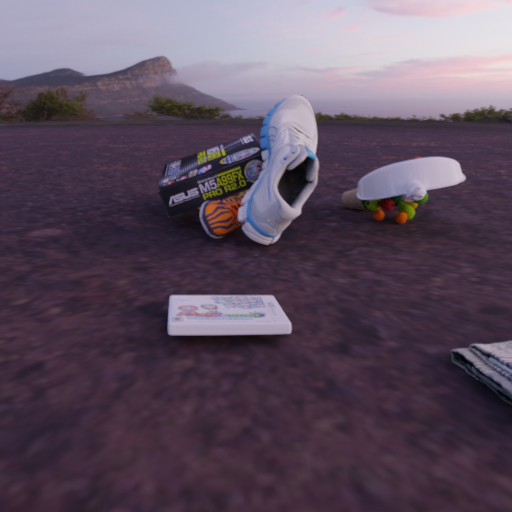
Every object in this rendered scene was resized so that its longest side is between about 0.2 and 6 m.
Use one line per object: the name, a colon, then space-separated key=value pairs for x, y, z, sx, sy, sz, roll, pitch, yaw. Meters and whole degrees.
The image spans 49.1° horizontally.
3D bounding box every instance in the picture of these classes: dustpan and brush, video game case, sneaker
dustpan and brush: x=2.858 y=-1.304 z=10.306 sx=2.129 sy=0.873 sz=3.051 roll=-9 pitch=-4 yaw=14
video game case: x=-0.354 y=0.672 z=6.549 sx=1.330 sy=0.158 sz=1.211 roll=0 pitch=11 yaw=-8
sneaker: x=0.709 y=-1.706 z=9.914 sx=1.161 sy=3.098 sz=1.342 roll=25 pitch=-28 yaw=-24
sneaker: x=-0.266 y=-0.930 z=10.563 sx=1.067 sy=0.739 sz=1.905 roll=-22 pitch=7 yaw=28

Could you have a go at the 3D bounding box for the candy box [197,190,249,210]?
candy box: x=-0.510 y=-1.648 z=12.975 sx=1.776 sy=0.491 sz=1.025 roll=-14 pitch=17 yaw=14

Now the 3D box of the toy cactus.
toy cactus: x=2.759 y=-1.361 z=12.264 sx=1.959 sy=1.214 sz=2.374 roll=1 pitch=24 yaw=41

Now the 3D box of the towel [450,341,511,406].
towel: x=3.009 y=1.106 z=5.160 sx=1.787 sy=0.309 sz=1.721 roll=-5 pitch=18 yaw=-15

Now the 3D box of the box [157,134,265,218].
box: x=-0.892 y=-1.811 z=12.020 sx=2.244 sy=0.620 sz=2.801 roll=-20 pitch=21 yaw=2
